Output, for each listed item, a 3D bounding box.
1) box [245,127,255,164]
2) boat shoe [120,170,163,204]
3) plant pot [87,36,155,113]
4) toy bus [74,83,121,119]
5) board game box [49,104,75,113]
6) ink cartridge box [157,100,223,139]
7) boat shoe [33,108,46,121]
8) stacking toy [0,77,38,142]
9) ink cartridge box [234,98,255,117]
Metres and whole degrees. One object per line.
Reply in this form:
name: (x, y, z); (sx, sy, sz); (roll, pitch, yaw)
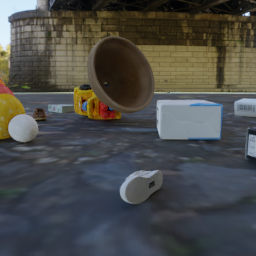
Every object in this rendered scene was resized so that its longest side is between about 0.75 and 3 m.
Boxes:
box: (2.991, 0.329, 3.638); (1.713, 0.541, 2.172); (-4, 10, -26)
boat shoe: (0.099, 0.584, 2.935); (0.254, 0.278, 0.773); (-2, 7, 32)
plant pot: (-0.367, -1.479, 8.543); (2.343, 2.343, 1.081); (-8, -9, -41)
toy bus: (-0.994, -0.761, 9.548); (1.685, 1.144, 1.618); (-2, 26, -9)
board game box: (-2.881, -0.858, 12.178); (0.964, 0.310, 0.711); (9, 12, 40)
ink cartridge box: (1.376, -0.282, 6.885); (1.302, 0.761, 2.244); (1, 9, 4)
boat shoe: (-2.970, -0.465, 9.349); (0.408, 0.383, 1.133); (-4, 9, -23)
stacking toy: (-2.822, -0.272, 6.013); (2.270, 1.659, 1.659); (27, 21, 27)
ink cartridge box: (5.529, -0.924, 10.670); (2.447, 0.578, 1.959); (-21, 20, -41)
